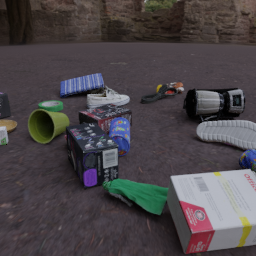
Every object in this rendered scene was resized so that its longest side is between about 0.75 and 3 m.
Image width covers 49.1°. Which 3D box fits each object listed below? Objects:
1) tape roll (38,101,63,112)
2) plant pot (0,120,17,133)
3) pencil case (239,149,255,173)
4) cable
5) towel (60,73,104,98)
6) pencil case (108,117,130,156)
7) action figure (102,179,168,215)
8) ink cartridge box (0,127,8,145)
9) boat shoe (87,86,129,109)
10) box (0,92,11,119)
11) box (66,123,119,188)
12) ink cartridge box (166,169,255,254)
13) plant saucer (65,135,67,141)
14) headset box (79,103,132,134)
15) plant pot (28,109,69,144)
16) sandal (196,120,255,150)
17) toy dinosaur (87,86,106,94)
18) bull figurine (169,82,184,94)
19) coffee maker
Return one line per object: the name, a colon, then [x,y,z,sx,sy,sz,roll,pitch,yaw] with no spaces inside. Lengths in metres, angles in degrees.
tape roll: [-3.818,-1.070,13.864,1.170,0.281,1.170,0,23,0]
plant pot: [-5.256,0.014,11.267,1.513,0.208,1.513,-1,21,0]
pencil case: [3.902,1.140,7.752,0.658,0.733,1.687,-14,25,-22]
cable: [1.796,-1.756,15.624,1.323,0.686,2.724,29,44,20]
towel: [-2.730,-2.539,16.462,2.559,0.305,1.853,-13,35,-4]
pencil case: [-0.332,0.244,9.909,0.849,0.763,1.956,14,21,-6]
action figure: [0.137,1.611,6.928,1.708,0.467,1.009,13,27,21]
ink cartridge box: [-4.780,0.300,10.021,0.816,0.591,0.342,-4,22,-10]
boat shoe: [-1.005,-1.654,14.335,2.357,1.005,0.871,-10,24,-22]
box: [-6.188,-1.075,12.786,1.454,1.080,0.904,16,27,35]
box: [-1.085,0.719,8.186,1.013,1.168,1.910,-9,24,-24]
ink cartridge box: [1.961,1.696,5.891,1.956,0.816,1.420,-3,36,-8]
plant saucer: [-1.587,0.379,9.763,1.213,0.307,1.213,-3,-2,0]
headset box: [-1.003,-0.358,11.484,1.913,0.718,1.422,-18,28,-38]
plant pot: [-2.871,-0.139,10.555,1.257,1.257,1.194,10,12,23]
sandal: [3.764,0.229,10.088,2.524,1.027,0.620,12,-16,29]
toy dinosaur: [-1.854,-2.196,16.320,1.016,0.764,1.986,-30,38,-14]
bull figurine: [2.976,-2.445,17.041,0.874,0.469,1.440,5,22,13]
coffee maker: [3.797,-1.174,12.533,2.199,1.481,2.112,0,21,-3]
